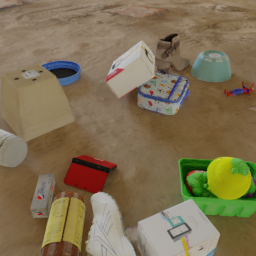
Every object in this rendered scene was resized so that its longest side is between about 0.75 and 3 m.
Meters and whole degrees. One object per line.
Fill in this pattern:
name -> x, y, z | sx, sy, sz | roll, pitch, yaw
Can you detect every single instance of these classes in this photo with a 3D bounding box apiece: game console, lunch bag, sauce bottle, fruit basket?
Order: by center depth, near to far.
sauce bottle -> -1.347, 2.418, 5.590 | 0.807, 0.807, 2.446 | 1, 36, 1
fruit basket -> 2.155, 1.148, 6.383 | 2.041, 2.041, 1.472 | 3, 37, 4
game console -> -1.016, 1.248, 7.743 | 1.138, 0.676, 0.981 | 14, 8, 17
lunch bag -> 1.422, -1.415, 10.762 | 1.754, 0.827, 2.189 | 15, 40, 17

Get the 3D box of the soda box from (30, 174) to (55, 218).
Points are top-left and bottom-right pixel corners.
soda box -> -2.097, 1.669, 6.964 | 0.380, 0.353, 1.114 | -2, 37, -3

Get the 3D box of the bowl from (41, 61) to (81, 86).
bowl -> -3.081, -2.446, 12.494 | 1.959, 0.385, 1.959 | 0, 37, 0

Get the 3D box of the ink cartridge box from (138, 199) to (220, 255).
ink cartridge box -> 0.960, 2.277, 5.639 | 1.296, 0.951, 0.946 | -17, 40, -20

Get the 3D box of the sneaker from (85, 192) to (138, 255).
sneaker -> -0.483, 2.257, 5.828 | 0.976, 0.835, 2.242 | -16, 39, -13

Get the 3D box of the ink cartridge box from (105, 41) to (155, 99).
ink cartridge box -> 0.143, -2.364, 11.127 | 1.682, 0.976, 2.279 | -32, 25, 22

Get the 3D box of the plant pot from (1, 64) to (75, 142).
plant pot -> -3.187, -1.018, 9.453 | 1.941, 1.718, 1.939 | -27, 44, -30

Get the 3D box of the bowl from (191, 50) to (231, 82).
bowl -> 3.798, -2.894, 12.626 | 1.829, 0.957, 1.829 | -1, 36, 0

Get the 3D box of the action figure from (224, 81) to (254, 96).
action figure -> 4.554, -1.624, 11.245 | 1.220, 0.604, 0.398 | -6, 37, -12

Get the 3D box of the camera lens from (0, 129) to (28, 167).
camera lens -> -3.589, 0.548, 8.004 | 1.133, 0.906, 0.906 | 18, 40, 24

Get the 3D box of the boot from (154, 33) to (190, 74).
boot -> 2.108, -3.429, 12.704 | 2.328, 1.702, 0.818 | -29, 45, -34
